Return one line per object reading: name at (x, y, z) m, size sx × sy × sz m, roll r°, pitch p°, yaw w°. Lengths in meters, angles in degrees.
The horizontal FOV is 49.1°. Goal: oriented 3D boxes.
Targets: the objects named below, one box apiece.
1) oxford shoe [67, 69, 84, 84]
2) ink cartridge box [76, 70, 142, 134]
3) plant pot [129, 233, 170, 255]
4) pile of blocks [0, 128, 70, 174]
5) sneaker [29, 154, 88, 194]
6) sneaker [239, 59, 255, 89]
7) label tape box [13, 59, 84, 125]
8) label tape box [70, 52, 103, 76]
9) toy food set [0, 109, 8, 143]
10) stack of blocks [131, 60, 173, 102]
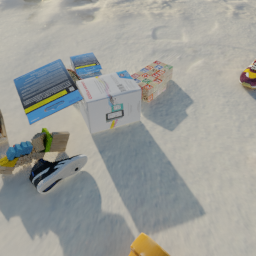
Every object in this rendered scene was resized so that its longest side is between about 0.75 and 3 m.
oxford shoe at (-2.425, -1.925, 11.998) m, size 2.086 × 0.735 × 0.780 m, roll 32°, pitch 57°, yaw 32°
ink cartridge box at (-0.721, -1.000, 10.398) m, size 2.014 × 1.471 × 1.478 m, roll -15°, pitch 44°, yaw -16°
plant pot at (0.377, 3.272, 5.860) m, size 1.520 × 1.520 × 1.392 m, roll 35°, pitch 69°, yaw 32°
pile of blocks at (-3.184, 0.555, 9.020) m, size 2.554 × 1.048 × 0.794 m, roll -24°, pitch 47°, yaw -24°
sneaker at (-2.216, 1.135, 8.666) m, size 1.785 × 0.652 × 0.998 m, roll -33°, pitch 53°, yaw -29°
sneaker at (5.929, -2.824, 12.568) m, size 1.042 × 1.253 × 2.781 m, roll 30°, pitch 50°, yaw 29°
label tape box at (-2.458, -1.006, 8.899) m, size 1.730 × 0.759 × 2.399 m, roll -27°, pitch 51°, yaw -8°
label tape box at (-1.968, -2.886, 13.187) m, size 1.179 × 0.544 × 1.645 m, roll -15°, pitch 47°, yaw -15°
toy food set at (-5.076, 0.019, 9.988) m, size 1.250 × 0.526 × 1.741 m, roll -17°, pitch 45°, yaw -18°
stack of blocks at (1.074, -2.087, 12.210) m, size 1.261 × 0.641 × 2.189 m, roll 30°, pitch 50°, yaw 29°
